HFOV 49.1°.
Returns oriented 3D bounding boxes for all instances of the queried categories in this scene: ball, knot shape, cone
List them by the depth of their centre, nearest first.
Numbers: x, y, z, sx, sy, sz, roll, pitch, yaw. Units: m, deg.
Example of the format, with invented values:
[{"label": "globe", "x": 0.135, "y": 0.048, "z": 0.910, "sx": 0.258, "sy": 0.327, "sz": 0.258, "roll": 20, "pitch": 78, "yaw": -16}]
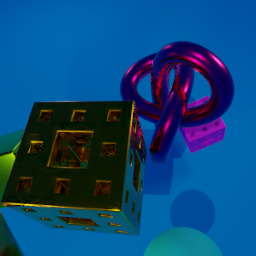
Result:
[{"label": "cone", "x": -1.574, "y": 1.421, "z": 3.258, "sx": 1.135, "sy": 1.135, "sz": 1.139, "roll": -13, "pitch": 41, "yaw": -7}, {"label": "ball", "x": 0.721, "y": 1.863, "z": 3.626, "sx": 1.099, "sy": 1.099, "sz": 1.099, "roll": 0, "pitch": 63, "yaw": 0}, {"label": "knot shape", "x": 0.751, "y": -0.552, "z": 4.500, "sx": 0.961, "sy": 1.945, "sz": 2.079, "roll": 2, "pitch": 70, "yaw": -32}]

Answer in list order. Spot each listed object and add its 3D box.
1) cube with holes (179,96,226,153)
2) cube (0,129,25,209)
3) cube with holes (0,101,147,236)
[{"label": "cube with holes", "x": 1.587, "y": -0.055, "z": 6.234, "sx": 0.806, "sy": 0.806, "sz": 0.806, "roll": -24, "pitch": 64, "yaw": 5}, {"label": "cube", "x": -2.120, "y": 0.726, "z": 5.219, "sx": 1.030, "sy": 1.030, "sz": 1.030, "roll": -15, "pitch": 23, "yaw": 11}, {"label": "cube with holes", "x": -0.527, "y": 0.562, "z": 3.695, "sx": 1.316, "sy": 1.316, "sz": 1.316, "roll": 0, "pitch": 60, "yaw": 12}]
